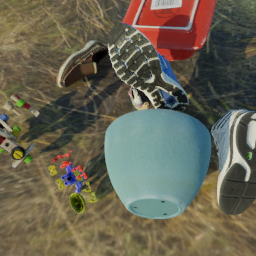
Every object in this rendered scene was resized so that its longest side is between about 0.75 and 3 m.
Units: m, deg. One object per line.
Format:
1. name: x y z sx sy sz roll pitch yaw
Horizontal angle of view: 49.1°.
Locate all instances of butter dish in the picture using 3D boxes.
1. butter dish: 1.358 -3.117 9.146 2.715 2.006 2.707 9 65 20

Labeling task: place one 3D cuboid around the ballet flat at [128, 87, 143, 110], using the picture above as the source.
1. ballet flat: 0.248 -0.925 8.496 0.310 0.320 0.898 -10 53 -18

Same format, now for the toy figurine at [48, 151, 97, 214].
1. toy figurine: -1.144 1.201 6.601 0.731 0.831 1.387 -34 82 11

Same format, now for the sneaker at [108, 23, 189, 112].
1. sneaker: 0.481 -1.543 7.338 1.123 2.858 1.274 -32 35 17

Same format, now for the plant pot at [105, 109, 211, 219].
1. plant pot: 0.574 0.932 5.784 2.316 2.316 1.560 4 53 3

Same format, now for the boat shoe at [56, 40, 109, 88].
1. boat shoe: -1.354 -2.023 8.894 0.815 0.813 2.203 25 60 16

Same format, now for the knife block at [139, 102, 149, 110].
1. knife block: 0.503 -0.238 7.654 0.669 0.762 0.244 38 29 -7

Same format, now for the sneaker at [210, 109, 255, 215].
1. sneaker: 2.453 0.712 6.553 0.903 2.393 1.377 6 12 -6

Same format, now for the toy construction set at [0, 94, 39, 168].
1. toy construction set: -2.850 0.163 7.125 1.348 1.463 1.754 39 63 -16
